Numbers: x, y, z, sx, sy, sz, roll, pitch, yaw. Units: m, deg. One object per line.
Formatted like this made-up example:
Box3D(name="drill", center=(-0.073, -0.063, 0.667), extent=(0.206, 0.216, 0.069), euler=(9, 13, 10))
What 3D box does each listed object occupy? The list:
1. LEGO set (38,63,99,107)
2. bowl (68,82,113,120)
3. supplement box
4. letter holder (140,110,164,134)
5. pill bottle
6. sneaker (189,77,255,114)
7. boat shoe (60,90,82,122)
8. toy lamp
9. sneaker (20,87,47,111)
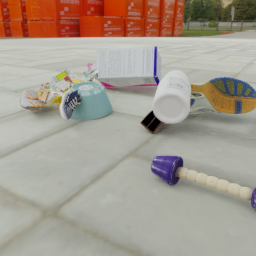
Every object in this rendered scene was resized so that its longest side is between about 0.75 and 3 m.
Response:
Box3D(name="LEGO set", center=(-2.359, -1.559, 9.828), extent=(1.067, 1.318, 2.866), euler=(50, 42, 2))
Box3D(name="bowl", center=(-1.360, -0.981, 9.275), extent=(1.647, 0.862, 1.647), euler=(-2, 28, 1))
Box3D(name="supplement box", center=(0.051, -2.567, 12.036), extent=(2.620, 1.354, 1.326), euler=(0, -8, 14))
Box3D(name="letter holder", center=(0.872, -0.358, 7.948), extent=(0.479, 0.677, 0.953), euler=(42, 32, 6))
Box3D(name="pill bottle", center=(1.219, -0.906, 7.512), extent=(0.930, 0.930, 1.627), euler=(5, 34, 12))
Box3D(name="sneaker", center=(2.518, -0.967, 8.933), extent=(2.935, 1.105, 1.294), euler=(5, -4, 9))
Box3D(name="boat shoe", center=(-1.649, -0.695, 8.178), extent=(0.529, 0.426, 1.140), euler=(-22, 44, 12))
Box3D(name="toy lamp", center=(1.382, 0.931, 5.027), extent=(2.061, 0.600, 0.600), euler=(13, 25, 31))
Box3D(name="sneaker", center=(-3.091, -0.843, 9.213), extent=(0.713, 0.722, 1.846), euler=(-42, 6, 12))
